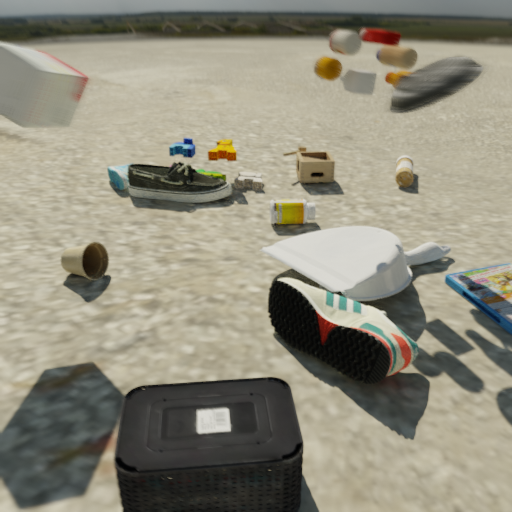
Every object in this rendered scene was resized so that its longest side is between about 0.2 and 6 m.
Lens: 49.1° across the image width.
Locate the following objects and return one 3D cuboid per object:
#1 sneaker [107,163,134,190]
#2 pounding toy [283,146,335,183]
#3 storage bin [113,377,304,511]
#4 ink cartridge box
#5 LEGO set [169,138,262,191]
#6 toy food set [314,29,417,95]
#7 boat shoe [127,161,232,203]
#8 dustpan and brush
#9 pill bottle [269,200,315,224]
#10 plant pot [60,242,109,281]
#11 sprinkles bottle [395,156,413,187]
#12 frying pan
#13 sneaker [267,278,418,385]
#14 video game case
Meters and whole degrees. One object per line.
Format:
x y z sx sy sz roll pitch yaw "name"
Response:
-3.516 -2.233 15.432 0.870 0.530 1.333 -16 32 -25 "sneaker"
1.420 -2.583 15.917 1.335 0.695 1.520 -2 27 -4 "pounding toy"
-0.521 2.192 6.366 1.975 0.926 1.335 -3 27 -5 "storage bin"
-3.690 -2.793 9.300 0.997 1.002 1.379 31 17 3 "ink cartridge box"
-1.233 -2.675 15.594 3.107 1.185 1.275 6 28 10 "LEGO set"
2.179 -3.887 11.169 2.455 1.172 1.104 -3 25 -22 "toy food set"
-2.009 -1.949 14.475 2.752 0.876 0.973 3 27 6 "boat shoe"
2.309 0.061 10.686 3.755 1.075 2.621 -21 26 -23 "dustpan and brush"
0.842 -1.026 13.027 1.039 0.568 0.568 -1 27 -2 "pill bottle"
-3.349 0.089 10.803 0.679 0.742 0.742 2 25 28 "plant pot"
4.180 -2.391 15.768 0.489 0.489 1.434 6 28 12 "sprinkles bottle"
3.031 -3.086 9.540 1.546 0.416 2.556 -19 25 30 "frying pan"
1.316 1.094 8.769 1.229 0.925 2.629 -2 21 -42 "sneaker"
4.608 0.771 9.939 1.513 0.188 2.113 -9 29 -16 "video game case"
